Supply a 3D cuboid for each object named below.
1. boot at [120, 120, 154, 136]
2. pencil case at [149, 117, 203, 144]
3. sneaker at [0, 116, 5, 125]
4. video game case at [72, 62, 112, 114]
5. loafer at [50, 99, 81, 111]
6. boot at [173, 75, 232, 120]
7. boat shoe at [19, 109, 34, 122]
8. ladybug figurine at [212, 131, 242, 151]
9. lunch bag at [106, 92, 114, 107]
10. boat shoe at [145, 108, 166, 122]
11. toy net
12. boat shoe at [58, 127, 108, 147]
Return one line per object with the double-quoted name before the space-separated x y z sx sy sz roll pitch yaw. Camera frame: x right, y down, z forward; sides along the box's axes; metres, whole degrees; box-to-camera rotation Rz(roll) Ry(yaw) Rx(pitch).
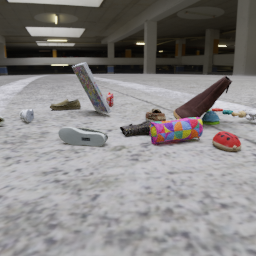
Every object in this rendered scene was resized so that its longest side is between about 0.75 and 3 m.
"boot" 0.488 0.094 10.624 1.368 0.544 1.571 -11 13 -20
"pencil case" 1.690 0.081 9.818 1.929 0.853 0.853 -4 15 -19
"sneaker" -5.897 -0.235 11.430 0.713 0.675 1.764 11 20 21
"video game case" -1.886 -2.013 14.356 0.244 2.707 1.939 -34 20 -19
"loafer" -3.566 -1.352 15.939 1.763 0.594 0.670 -5 15 -18
"boot" 3.123 -1.225 11.571 1.015 2.333 2.805 46 29 12
"boat shoe" -4.783 -0.568 13.064 0.547 0.615 1.673 -6 5 -9
"ladybug figurine" 3.271 0.414 9.261 0.840 0.445 1.237 -2 14 -9
"lunch bag" -1.108 -1.764 17.084 0.388 0.833 0.946 2 14 6
"boat shoe" 1.285 -0.579 12.769 0.686 0.650 1.812 -5 15 -19
"toy net" 4.744 -0.567 12.872 2.769 0.535 1.452 0 12 6
"boat shoe" -1.527 0.290 9.602 1.690 0.597 0.538 10 16 9
